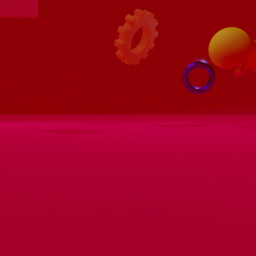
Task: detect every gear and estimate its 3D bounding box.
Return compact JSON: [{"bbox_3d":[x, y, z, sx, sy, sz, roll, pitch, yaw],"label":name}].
[{"bbox_3d":[0.335,-3.272,10.232,0.359,1.941,1.941,35,21,29],"label":"gear"}]

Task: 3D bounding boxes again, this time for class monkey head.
[{"bbox_3d":[3.703,-1.912,8.040,1.043,1.245,1.731,25,-3,3],"label":"monkey head"}]

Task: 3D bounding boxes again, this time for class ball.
[{"bbox_3d":[2.705,-2.118,7.466,1.062,1.062,1.062,0,3,0],"label":"ball"}]

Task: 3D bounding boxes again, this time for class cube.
[{"bbox_3d":[-3.085,-3.528,7.251,1.086,1.086,1.086,-17,37,-40],"label":"cube"}]

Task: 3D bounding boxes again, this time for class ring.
[{"bbox_3d":[2.912,-2.078,11.533,1.358,1.358,0.272,0,9,3],"label":"ring"}]
